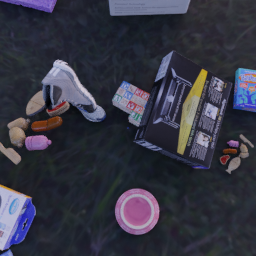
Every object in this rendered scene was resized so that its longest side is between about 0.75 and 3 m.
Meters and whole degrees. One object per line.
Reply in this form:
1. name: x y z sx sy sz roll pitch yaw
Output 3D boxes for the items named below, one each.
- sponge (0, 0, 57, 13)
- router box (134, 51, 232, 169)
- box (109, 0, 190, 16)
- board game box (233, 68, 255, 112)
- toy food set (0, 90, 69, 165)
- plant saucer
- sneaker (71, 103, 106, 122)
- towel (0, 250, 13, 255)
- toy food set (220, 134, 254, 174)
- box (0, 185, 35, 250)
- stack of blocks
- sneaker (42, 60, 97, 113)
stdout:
1. sponge: -3.425 -4.780 9.825 1.987 0.296 1.109 15 75 4
2. router box: 1.636 -0.480 8.076 2.165 0.719 2.754 25 75 -16
3. box: 0.667 -5.402 9.205 2.732 1.785 2.717 -1 75 0
4. board game box: 3.902 -1.187 8.862 0.989 0.292 1.300 9 75 2
5. toy food set: -2.621 -0.108 8.256 1.585 0.393 2.493 31 72 28
6. plant saucer: 0.261 2.351 7.909 1.255 0.318 1.255 0 75 1
7. sneaker: -1.315 -0.699 8.571 1.427 0.608 0.550 33 78 8
8. towel: -3.425 4.442 7.400 1.394 0.226 1.898 -25 76 -7
9. toy food set: 3.181 0.755 8.425 1.114 0.175 0.708 -43 79 -3
10. box: -3.923 2.302 7.832 2.480 0.514 1.477 19 76 7
11. stack of blocks: 0.363 -0.604 8.602 1.671 0.489 0.962 28 77 7
12. sneaker: -1.554 -0.727 6.999 0.676 1.802 1.041 22 67 38
